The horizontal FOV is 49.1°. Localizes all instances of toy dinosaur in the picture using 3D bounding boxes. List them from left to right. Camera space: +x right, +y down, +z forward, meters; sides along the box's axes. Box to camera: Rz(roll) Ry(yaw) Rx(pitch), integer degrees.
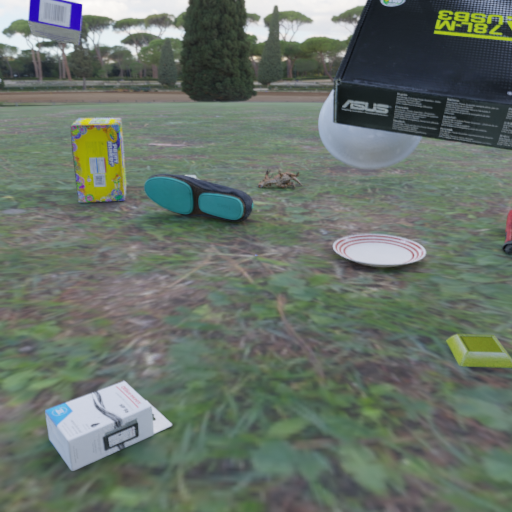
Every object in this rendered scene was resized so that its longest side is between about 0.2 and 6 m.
[{"bbox_3d":[0.728,-2.252,16.329,1.273,0.547,0.863,-5,13,-30],"label":"toy dinosaur"}]

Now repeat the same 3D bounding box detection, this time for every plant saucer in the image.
[{"bbox_3d":[2.837,1.174,7.095,0.676,0.162,0.677,1,20,3],"label":"plant saucer"}]

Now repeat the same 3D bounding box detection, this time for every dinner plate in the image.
[{"bbox_3d":[2.307,-0.071,10.569,1.710,0.207,1.710,-1,19,0],"label":"dinner plate"}]

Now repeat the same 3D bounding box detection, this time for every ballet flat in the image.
[{"bbox_3d":[-1.289,-1.401,13.269,2.763,1.009,1.009,14,23,21],"label":"ballet flat"}]

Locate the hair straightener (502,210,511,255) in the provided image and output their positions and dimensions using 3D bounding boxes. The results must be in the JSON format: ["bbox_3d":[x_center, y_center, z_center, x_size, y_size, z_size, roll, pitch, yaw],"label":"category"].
[{"bbox_3d":[5.433,-0.434,11.210,0.853,0.454,2.217,9,21,24],"label":"hair straightener"}]

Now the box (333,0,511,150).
[{"bbox_3d":[2.772,-2.561,6.888,3.091,0.734,2.985,13,52,15],"label":"box"}]

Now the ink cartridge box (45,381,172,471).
[{"bbox_3d":[-1.443,1.612,5.553,1.064,0.361,0.617,-15,24,-36],"label":"ink cartridge box"}]

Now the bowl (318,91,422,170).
[{"bbox_3d":[2.345,-2.962,11.355,2.225,2.225,1.000,4,-19,11],"label":"bowl"}]

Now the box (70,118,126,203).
[{"bbox_3d":[-4.206,-2.635,15.126,1.214,1.990,1.917,-4,20,-11],"label":"box"}]

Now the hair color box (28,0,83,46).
[{"bbox_3d":[-3.319,-3.904,9.307,0.797,0.472,1.458,5,8,-20],"label":"hair color box"}]
